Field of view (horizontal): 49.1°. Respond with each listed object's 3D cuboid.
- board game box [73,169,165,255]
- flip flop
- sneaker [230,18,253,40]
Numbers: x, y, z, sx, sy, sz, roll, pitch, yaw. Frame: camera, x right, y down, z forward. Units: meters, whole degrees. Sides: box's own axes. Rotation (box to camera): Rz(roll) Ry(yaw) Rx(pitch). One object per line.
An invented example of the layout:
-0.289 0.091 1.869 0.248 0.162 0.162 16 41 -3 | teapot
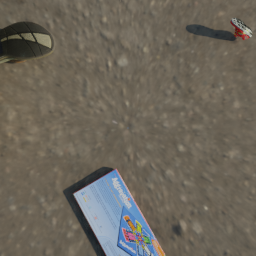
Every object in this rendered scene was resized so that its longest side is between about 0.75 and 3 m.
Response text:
-0.223 2.328 6.791 1.231 0.232 2.391 -30 84 -2 | board game box
-2.939 -2.015 7.153 2.372 0.683 0.962 -11 87 14 | flip flop
2.812 -2.457 7.078 0.818 0.347 0.315 22 57 -33 | sneaker
